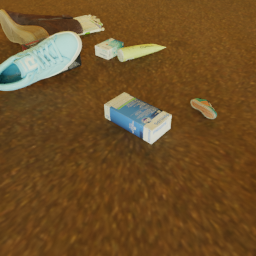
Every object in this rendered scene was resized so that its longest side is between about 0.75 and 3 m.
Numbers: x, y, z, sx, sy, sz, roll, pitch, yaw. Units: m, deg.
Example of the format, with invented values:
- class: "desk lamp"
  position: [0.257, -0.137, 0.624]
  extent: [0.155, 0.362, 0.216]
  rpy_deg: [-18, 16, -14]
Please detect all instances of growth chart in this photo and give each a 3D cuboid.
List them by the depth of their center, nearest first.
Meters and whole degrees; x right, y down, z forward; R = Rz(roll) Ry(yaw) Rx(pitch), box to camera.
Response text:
- class: "growth chart"
  position: [-1.919, -4.715, 12.694]
  extent: [1.520, 0.186, 2.101]
  rpy_deg: [-17, 43, -20]

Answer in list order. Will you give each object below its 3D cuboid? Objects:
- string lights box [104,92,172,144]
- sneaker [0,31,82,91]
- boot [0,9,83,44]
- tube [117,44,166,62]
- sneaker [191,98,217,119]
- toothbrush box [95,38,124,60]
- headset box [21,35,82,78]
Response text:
- class: "string lights box"
  position: [0.233, -0.303, 7.231]
  extent: [1.595, 0.470, 0.819]
  rpy_deg: [30, 49, 31]
- class: "sneaker"
  position: [-2.595, -1.797, 7.951]
  extent: [2.841, 1.050, 1.164]
  rpy_deg: [-31, 17, 6]
- class: "boot"
  position: [-3.604, -4.213, 11.471]
  extent: [2.477, 1.077, 2.978]
  rpy_deg: [-30, 56, -31]
- class: "tube"
  position: [0.478, -2.867, 10.312]
  extent: [1.820, 0.472, 0.528]
  rpy_deg: [-20, 75, -26]
- class: "sneaker"
  position: [2.150, -0.584, 7.679]
  extent: [0.367, 0.328, 0.918]
  rpy_deg: [-24, 44, -20]
- class: "toothbrush box"
  position: [-0.687, -2.959, 10.453]
  extent: [0.665, 0.387, 0.908]
  rpy_deg: [29, 49, 30]
- class: "headset box"
  position: [-2.706, -2.572, 9.752]
  extent: [1.348, 0.700, 1.812]
  rpy_deg: [-30, 50, -30]
